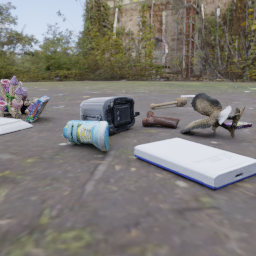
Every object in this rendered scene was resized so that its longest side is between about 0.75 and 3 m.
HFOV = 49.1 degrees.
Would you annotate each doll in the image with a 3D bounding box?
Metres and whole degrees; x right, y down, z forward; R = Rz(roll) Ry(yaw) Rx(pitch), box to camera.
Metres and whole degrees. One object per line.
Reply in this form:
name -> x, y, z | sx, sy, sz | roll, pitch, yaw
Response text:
doll -> -5.459, -1.055, 13.880 | 1.892, 0.672, 2.773 | 20, 20, 38

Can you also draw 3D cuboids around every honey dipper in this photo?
honey dipper -> 2.324, -1.367, 16.090 | 2.610, 0.496, 0.496 | -13, 17, -32

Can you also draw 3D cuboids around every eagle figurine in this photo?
eagle figurine -> 2.745, -0.326, 9.441 | 1.877, 1.416, 1.424 | 19, 30, 27

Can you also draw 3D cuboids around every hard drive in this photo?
hard drive -> 1.496, 0.707, 6.462 | 1.587, 0.305, 2.406 | -8, 15, -35

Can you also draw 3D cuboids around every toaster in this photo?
toaster -> -0.701, -0.532, 10.104 | 1.411, 1.241, 2.184 | 5, 14, 33

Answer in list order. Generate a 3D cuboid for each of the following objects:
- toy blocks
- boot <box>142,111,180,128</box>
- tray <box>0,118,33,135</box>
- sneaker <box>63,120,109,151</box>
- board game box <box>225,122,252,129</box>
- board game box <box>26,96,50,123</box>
toy blocks -> -5.151, -1.614, 12.635 | 2.073, 1.745, 1.937 | -10, 39, -44
boot -> 1.389, -0.339, 11.027 | 1.411, 0.453, 1.315 | 1, 24, 19
tray -> -5.240, -0.173, 10.606 | 2.931, 0.325, 1.574 | 6, 12, 25
sneaker -> -1.193, 0.198, 7.794 | 1.318, 0.803, 2.018 | 1, 2, -6
board game box -> 4.213, -0.110, 10.763 | 0.968, 0.156, 0.581 | -7, 18, -29
board game box -> -3.864, -0.847, 12.116 | 0.262, 1.029, 1.520 | 30, 8, -11
